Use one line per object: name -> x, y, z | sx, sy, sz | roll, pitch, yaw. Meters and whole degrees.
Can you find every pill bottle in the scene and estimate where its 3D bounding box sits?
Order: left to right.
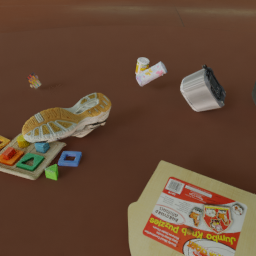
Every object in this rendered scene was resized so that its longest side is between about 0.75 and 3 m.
pill bottle -> 0.577, -2.428, 11.593 | 0.483, 0.870, 0.483 | 5, 44, -5

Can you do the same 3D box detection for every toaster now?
toaster -> 2.413, -1.241, 9.121 | 1.017, 1.574, 0.894 | -18, 37, 38

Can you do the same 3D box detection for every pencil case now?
pencil case -> 0.868, -1.993, 10.388 | 1.162, 0.483, 0.527 | -25, -17, 19

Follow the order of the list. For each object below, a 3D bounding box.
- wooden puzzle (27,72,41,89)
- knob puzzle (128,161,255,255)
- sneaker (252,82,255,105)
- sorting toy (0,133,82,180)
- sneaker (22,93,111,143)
wooden puzzle -> -3.605, -1.800, 10.763 | 0.914, 0.542, 0.064 | -20, 22, 50
knob puzzle -> 1.099, 1.954, 4.992 | 2.696, 0.374, 2.696 | -3, 48, 4
sneaker -> 5.177, -0.795, 9.102 | 1.087, 1.011, 2.518 | -14, 49, -20
sorting toy -> -2.672, 0.608, 7.370 | 2.864, 0.390, 1.613 | 11, 34, 16
sneaker -> -1.604, -0.035, 7.862 | 2.567, 1.125, 0.971 | -22, 60, -24
